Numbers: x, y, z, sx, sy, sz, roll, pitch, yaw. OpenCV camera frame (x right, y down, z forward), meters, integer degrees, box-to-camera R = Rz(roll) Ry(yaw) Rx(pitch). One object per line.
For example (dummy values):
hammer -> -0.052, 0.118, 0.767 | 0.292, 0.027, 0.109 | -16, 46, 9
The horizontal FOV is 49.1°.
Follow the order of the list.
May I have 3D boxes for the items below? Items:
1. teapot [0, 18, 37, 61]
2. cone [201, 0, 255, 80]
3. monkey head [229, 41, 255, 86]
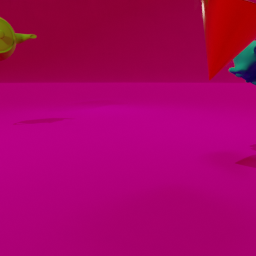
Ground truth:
teapot -> -3.664, -2.536, 7.835 | 2.067, 1.285, 1.012 | -14, 13, -40
cone -> 1.264, -1.107, 3.688 | 1.008, 1.011, 1.008 | 14, 23, -6
monkey head -> 2.129, -1.082, 4.715 | 0.762, 0.638, 1.059 | 34, 18, 8
